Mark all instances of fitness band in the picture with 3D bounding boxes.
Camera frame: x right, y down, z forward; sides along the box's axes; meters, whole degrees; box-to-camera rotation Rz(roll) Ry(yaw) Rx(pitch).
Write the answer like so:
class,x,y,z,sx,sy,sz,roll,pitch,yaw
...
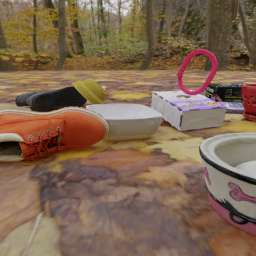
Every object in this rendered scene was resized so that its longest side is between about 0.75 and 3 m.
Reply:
class,x,y,z,sx,sy,sz,roll,pitch,yaw
fitness band,2.071,-1.664,8.464,1.017,1.416,0.265,36,27,16

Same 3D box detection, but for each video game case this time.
class,x,y,z,sx,sy,sz,roll,pitch,yaw
video game case,3.650,-0.865,11.595,2.389,0.227,1.707,3,14,8

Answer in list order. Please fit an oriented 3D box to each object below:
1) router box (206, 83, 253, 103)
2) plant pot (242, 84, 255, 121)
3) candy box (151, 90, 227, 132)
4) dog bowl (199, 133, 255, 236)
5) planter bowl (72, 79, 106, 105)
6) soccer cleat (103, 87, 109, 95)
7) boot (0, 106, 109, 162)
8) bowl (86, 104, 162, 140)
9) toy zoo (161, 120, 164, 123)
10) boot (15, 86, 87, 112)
class,x,y,z,sx,sy,sz,roll,pitch,yaw
router box,5.302,-1.722,13.769,2.554,0.793,1.914,1,14,2
plant pot,4.584,-0.886,9.611,1.334,1.215,1.334,1,15,0
candy box,1.886,-0.630,9.071,1.609,0.686,1.918,-6,25,-22
dog bowl,2.142,0.743,3.946,2.273,0.838,2.273,0,14,0
planter bowl,-1.350,-1.442,11.016,1.638,0.682,1.638,44,6,-5
soccer cleat,-1.755,-1.984,15.248,0.776,0.694,2.002,1,6,23
boot,-1.747,0.225,6.163,2.674,1.003,1.434,0,28,-5
bowl,-0.150,-0.174,7.756,1.862,0.696,1.864,-3,15,-20
toy zoo,0.764,-0.254,9.401,0.616,0.096,0.940,-8,16,-30
boot,-3.267,-1.356,12.105,2.721,0.949,1.791,-10,16,-44
